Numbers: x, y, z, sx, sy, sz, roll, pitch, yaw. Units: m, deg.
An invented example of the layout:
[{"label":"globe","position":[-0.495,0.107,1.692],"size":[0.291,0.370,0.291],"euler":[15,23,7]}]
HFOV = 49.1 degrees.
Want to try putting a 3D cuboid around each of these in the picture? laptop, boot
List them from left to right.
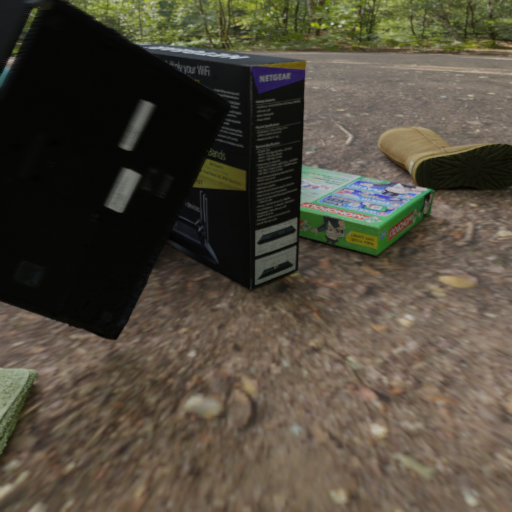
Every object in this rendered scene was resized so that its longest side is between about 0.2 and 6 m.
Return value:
[{"label":"laptop","position":[-2.879,-1.318,6.954],"size":[3.790,3.359,1.957],"euler":[25,2,-26]},{"label":"boot","position":[4.778,-2.617,14.009],"size":[2.824,1.067,3.225],"euler":[0,24,-1]}]

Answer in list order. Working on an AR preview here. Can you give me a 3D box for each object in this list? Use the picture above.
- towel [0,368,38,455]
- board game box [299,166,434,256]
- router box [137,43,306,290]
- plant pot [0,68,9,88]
[{"label":"towel","position":[-2.973,1.607,5.755],"size":[1.090,0.268,1.469],"euler":[-2,25,-2]},{"label":"board game box","position":[1.202,-1.125,11.313],"size":[3.914,0.570,2.634],"euler":[17,30,32]},{"label":"router box","position":[-1.032,-1.719,9.388],"size":[1.084,3.262,4.149],"euler":[-20,32,-37]},{"label":"plant pot","position":[-5.461,-3.228,13.907],"size":[1.975,2.461,2.461],"euler":[9,23,-11]}]
